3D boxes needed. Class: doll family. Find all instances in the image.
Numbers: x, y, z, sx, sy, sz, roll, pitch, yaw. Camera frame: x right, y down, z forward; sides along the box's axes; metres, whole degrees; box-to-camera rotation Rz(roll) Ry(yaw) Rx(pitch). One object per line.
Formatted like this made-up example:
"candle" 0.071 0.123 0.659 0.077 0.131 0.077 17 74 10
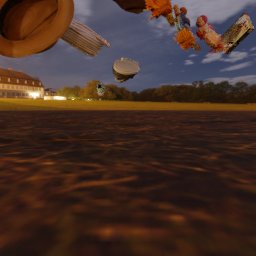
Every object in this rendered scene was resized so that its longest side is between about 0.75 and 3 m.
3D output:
"doll family" 0.979 -2.105 5.347 0.943 2.093 1.299 -31 27 24

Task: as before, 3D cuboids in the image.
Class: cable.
"cable" -1.895 -3.448 10.182 2.167 0.750 2.168 18 22 -40

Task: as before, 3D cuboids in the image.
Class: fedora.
"fedora" -2.685 -2.974 8.047 2.653 2.653 1.082 1 -14 9

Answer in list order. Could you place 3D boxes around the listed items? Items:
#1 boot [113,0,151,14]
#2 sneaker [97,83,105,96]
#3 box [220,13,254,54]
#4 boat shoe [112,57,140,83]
"boot" 0.160 -3.901 8.086 1.350 0.587 1.623 16 -13 -33
"sneaker" -1.210 -1.849 12.510 0.363 0.403 0.983 -13 35 -1
"box" 3.653 -3.171 9.494 0.214 0.678 1.232 4 -28 -23
"boat shoe" -0.119 -2.313 11.766 1.048 0.987 2.919 22 19 -1
